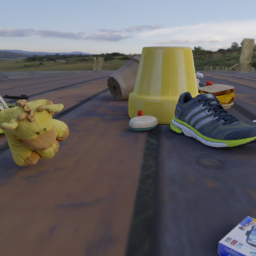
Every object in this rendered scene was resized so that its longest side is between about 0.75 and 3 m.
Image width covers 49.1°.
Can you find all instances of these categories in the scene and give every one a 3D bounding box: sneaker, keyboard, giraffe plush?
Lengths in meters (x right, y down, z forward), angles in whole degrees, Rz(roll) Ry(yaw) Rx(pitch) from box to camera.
[{"bbox_3d":[2.127,-0.266,7.203,1.079,1.182,2.921,-9,17,-31],"label":"sneaker"},{"bbox_3d":[-3.153,-0.563,8.170,0.170,1.050,1.652,-30,-8,24],"label":"keyboard"},{"bbox_3d":[-1.693,-0.052,5.014,1.277,1.575,1.359,-1,50,55],"label":"giraffe plush"}]

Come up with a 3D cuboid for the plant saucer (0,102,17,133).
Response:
[{"bbox_3d":[-3.967,-0.422,8.285,1.956,0.469,1.959,14,16,20],"label":"plant saucer"}]

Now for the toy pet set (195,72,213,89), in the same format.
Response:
[{"bbox_3d":[3.259,-2.161,13.559,2.076,1.181,2.223,-14,-14,29],"label":"toy pet set"}]

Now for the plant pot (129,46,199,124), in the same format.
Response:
[{"bbox_3d":[1.332,-1.596,9.923,2.615,2.460,2.615,0,13,0],"label":"plant pot"}]

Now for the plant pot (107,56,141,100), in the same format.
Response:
[{"bbox_3d":[0.064,-2.323,14.244,1.899,2.189,2.189,-28,26,-27],"label":"plant pot"}]

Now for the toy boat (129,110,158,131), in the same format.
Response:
[{"bbox_3d":[0.446,-0.162,8.471,0.862,0.476,1.025,-6,22,-5],"label":"toy boat"}]

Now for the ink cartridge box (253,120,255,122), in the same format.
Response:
[{"bbox_3d":[4.514,0.166,6.730,1.754,0.578,2.410,-14,20,-43],"label":"ink cartridge box"}]

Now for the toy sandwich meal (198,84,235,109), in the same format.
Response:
[{"bbox_3d":[3.479,-1.389,12.253,2.591,0.887,2.591,0,14,0],"label":"toy sandwich meal"}]

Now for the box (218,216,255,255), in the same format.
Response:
[{"bbox_3d":[1.390,1.297,3.106,0.852,0.177,0.507,-11,18,-44],"label":"box"}]
